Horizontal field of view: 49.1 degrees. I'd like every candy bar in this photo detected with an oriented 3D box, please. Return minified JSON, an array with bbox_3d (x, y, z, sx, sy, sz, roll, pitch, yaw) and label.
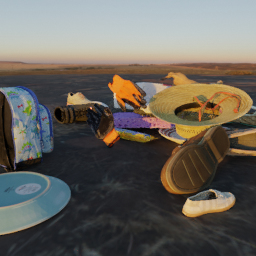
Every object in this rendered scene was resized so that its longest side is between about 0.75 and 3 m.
[{"bbox_3d":[-0.070,0.215,9.752,2.351,0.261,0.586,12,15,35],"label":"candy bar"}]

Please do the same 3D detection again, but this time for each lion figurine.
[{"bbox_3d":[2.397,-1.610,10.656,2.318,0.840,1.420,16,1,-1],"label":"lion figurine"}]

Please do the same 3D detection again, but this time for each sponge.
[{"bbox_3d":[0.519,-0.319,10.944,2.945,0.439,1.643,1,10,25],"label":"sponge"}]

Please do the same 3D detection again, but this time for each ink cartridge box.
[{"bbox_3d":[0.892,-1.484,13.570,2.191,1.271,2.968,0,5,-26],"label":"ink cartridge box"}]

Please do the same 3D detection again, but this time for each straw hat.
[{"bbox_3d":[2.144,-0.259,8.534,2.963,1.254,2.963,-6,32,4],"label":"straw hat"}]

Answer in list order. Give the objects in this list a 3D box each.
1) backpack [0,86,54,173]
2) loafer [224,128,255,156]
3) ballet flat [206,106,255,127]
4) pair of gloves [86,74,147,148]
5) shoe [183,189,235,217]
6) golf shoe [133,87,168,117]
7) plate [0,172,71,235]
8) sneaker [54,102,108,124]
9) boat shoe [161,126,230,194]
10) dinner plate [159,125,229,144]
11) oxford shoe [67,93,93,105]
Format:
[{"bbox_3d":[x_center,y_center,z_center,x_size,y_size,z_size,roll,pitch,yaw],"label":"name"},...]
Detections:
[{"bbox_3d":[-2.943,-0.096,7.408,1.823,1.992,1.464,11,18,38],"label":"backpack"},{"bbox_3d":[3.771,0.365,7.501,2.782,1.000,0.875,-5,0,8],"label":"loafer"},{"bbox_3d":[4.597,-0.582,11.712,2.644,0.863,0.932,6,16,25],"label":"ballet flat"},{"bbox_3d":[-0.411,-0.590,8.907,0.260,2.105,1.876,32,10,-49],"label":"pair of gloves"},{"bbox_3d":[1.529,1.338,5.160,1.165,0.311,0.407,-7,16,-27],"label":"shoe"},{"bbox_3d":[1.166,-0.936,10.070,2.140,1.011,0.832,-8,10,-21],"label":"golf shoe"},{"bbox_3d":[-2.311,1.279,5.443,2.351,0.300,2.351,-1,13,0],"label":"plate"},{"bbox_3d":[-2.058,-0.587,11.899,2.497,0.883,1.238,1,15,27],"label":"sneaker"},{"bbox_3d":[1.470,0.788,6.489,0.906,0.958,2.663,-24,0,44],"label":"boat shoe"},{"bbox_3d":[2.394,0.251,9.505,2.682,0.325,2.682,0,14,0],"label":"dinner plate"},{"bbox_3d":[-2.669,-1.539,15.609,2.238,0.826,0.792,11,18,38],"label":"oxford shoe"}]
